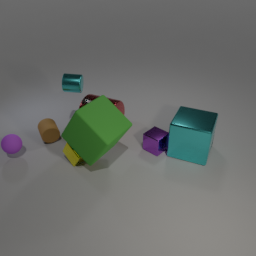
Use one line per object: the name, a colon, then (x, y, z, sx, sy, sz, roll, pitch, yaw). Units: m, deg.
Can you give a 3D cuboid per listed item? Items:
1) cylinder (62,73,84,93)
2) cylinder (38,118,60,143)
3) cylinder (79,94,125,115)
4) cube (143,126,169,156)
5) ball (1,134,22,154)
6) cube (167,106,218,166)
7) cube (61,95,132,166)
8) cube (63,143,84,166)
cylinder: (-2.095, -1.704, 10.660, 0.700, 0.700, 0.700, 4, 33, 0)
cylinder: (-3.034, 0.096, 10.726, 0.700, 0.700, 0.700, -15, 41, -22)
cylinder: (-1.041, -0.541, 11.148, 1.400, 1.400, 1.400, 14, 36, 21)
cube: (1.022, 0.476, 10.242, 0.700, 0.700, 0.700, 26, 41, 34)
ball: (-4.058, 0.557, 9.773, 0.700, 0.700, 0.700, 0, 33, 0)
cube: (2.289, 0.239, 9.960, 1.400, 1.400, 1.400, 13, 35, 20)
cube: (-1.006, 0.064, 9.011, 1.400, 1.400, 1.400, 45, 44, 4)
cube: (-1.696, 0.756, 9.581, 0.700, 0.700, 0.700, -30, 76, -38)
